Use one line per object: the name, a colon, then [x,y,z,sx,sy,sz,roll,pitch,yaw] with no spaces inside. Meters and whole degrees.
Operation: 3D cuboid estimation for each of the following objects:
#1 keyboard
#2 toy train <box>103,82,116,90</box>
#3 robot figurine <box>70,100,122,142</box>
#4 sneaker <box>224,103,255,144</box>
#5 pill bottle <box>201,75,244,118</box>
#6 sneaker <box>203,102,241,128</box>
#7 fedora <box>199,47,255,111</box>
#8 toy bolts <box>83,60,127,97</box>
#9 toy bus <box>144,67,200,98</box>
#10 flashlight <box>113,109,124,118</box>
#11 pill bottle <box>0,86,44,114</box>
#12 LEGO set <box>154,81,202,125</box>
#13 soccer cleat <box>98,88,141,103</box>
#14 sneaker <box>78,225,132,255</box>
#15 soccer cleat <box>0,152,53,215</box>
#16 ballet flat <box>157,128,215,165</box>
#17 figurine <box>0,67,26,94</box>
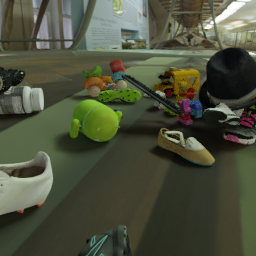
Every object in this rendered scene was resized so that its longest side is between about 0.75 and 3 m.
keyboard: [0.913,-1.175,9.777,2.347,0.242,1.491,37,12,14]
toy train: [-0.909,-2.222,15.070,1.255,0.465,1.671,3,16,11]
robot figurine: [-0.988,-0.239,8.437,1.606,1.059,1.830,-11,22,-29]
sneaker: [3.645,-0.249,8.405,2.356,1.031,0.869,-19,30,-39]
pill bottle: [4.055,-1.481,11.062,1.635,1.635,2.953,-3,20,-10]
sneaker: [2.468,-0.407,7.780,1.286,0.485,0.740,12,34,-29]
fedora: [3.332,-1.772,9.015,2.778,1.269,2.778,-23,30,14]
toy bolts: [-0.945,-2.186,14.073,2.134,1.480,2.038,-17,-26,16]
toy bus: [2.304,-2.374,14.105,2.432,1.332,2.577,8,20,21]
flashlight: [-0.722,-0.464,10.057,0.414,0.413,1.220,18,27,41]
pill bottle: [-4.285,-1.082,10.860,1.836,1.038,1.038,-3,19,-7]
LEGO set: [2.000,-1.149,10.783,1.055,1.135,2.766,-10,22,-18]
soccer cleat: [-0.382,-1.494,12.693,1.944,0.656,0.788,-1,13,4]
sneaker: [-0.311,1.832,3.414,0.653,0.622,1.649,-9,11,4]
soccer cleat: [-2.339,1.135,4.317,0.938,1.050,2.708,27,30,27]
ballet flat: [1.429,0.435,7.250,0.610,0.560,1.778,-17,25,-39]
figurine: [-5.211,-1.417,10.796,2.380,1.025,2.323,-37,9,11]
